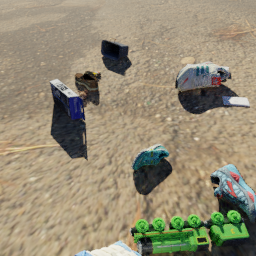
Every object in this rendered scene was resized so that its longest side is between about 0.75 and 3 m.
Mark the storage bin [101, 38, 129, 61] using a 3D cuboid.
[{"bbox_3d":[-0.687,-4.532,15.894,1.452,1.057,0.975,27,34,32],"label":"storage bin"}]

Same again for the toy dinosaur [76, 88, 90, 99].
[{"bbox_3d":[-1.939,-1.438,12.178,0.608,0.385,0.897,-1,42,-13],"label":"toy dinosaur"}]

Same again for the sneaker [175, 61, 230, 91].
[{"bbox_3d":[3.455,-2.303,12.767,2.860,1.007,1.337,-23,37,-32],"label":"sneaker"}]

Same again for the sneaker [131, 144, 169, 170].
[{"bbox_3d":[0.711,0.946,8.838,1.420,0.550,0.566,-25,52,-30],"label":"sneaker"}]

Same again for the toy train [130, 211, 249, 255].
[{"bbox_3d":[1.468,2.533,6.675,2.829,0.590,0.798,-4,47,-5],"label":"toy train"}]

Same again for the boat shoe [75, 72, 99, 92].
[{"bbox_3d":[-1.926,-2.319,13.100,0.650,0.651,1.759,-28,45,-32],"label":"boat shoe"}]

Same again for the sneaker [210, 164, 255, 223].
[{"bbox_3d":[2.834,1.848,7.594,0.922,0.765,1.930,-17,31,1],"label":"sneaker"}]

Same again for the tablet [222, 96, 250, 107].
[{"bbox_3d":[4.621,-1.154,12.024,1.068,0.073,0.695,5,37,7],"label":"tablet"}]

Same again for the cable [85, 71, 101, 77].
[{"bbox_3d":[-1.732,-2.809,14.105,0.971,0.244,0.472,27,44,31],"label":"cable"}]

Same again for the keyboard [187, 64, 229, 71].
[{"bbox_3d":[4.105,-3.141,14.556,2.126,0.113,0.598,9,37,17],"label":"keyboard"}]

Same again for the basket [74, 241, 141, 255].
[{"bbox_3d":[-0.398,3.185,4.495,2.275,1.795,2.581,28,15,33],"label":"basket"}]

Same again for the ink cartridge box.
[{"bbox_3d":[-2.419,-1.078,11.106,0.410,1.041,2.092,-26,42,-30],"label":"ink cartridge box"}]
